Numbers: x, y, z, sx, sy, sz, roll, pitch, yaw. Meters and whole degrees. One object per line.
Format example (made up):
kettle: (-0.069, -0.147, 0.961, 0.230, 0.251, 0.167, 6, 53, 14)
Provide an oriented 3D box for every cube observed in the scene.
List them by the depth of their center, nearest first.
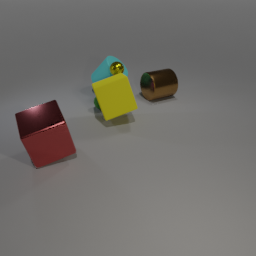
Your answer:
cube: (-2.685, 0.178, 9.188, 1.400, 1.400, 1.400, -22, 43, -13)
cube: (-0.576, -1.324, 11.569, 1.400, 1.400, 1.400, -21, 19, -3)

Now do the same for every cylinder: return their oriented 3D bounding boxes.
cylinder: (1.540, -2.179, 13.991, 1.400, 1.400, 1.400, -15, 32, -25)
cylinder: (-0.953, -2.738, 14.466, 1.400, 1.400, 1.400, 31, 37, -27)

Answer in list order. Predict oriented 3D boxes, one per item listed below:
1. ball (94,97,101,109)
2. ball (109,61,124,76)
ball: (-1.221, -1.208, 12.897, 0.700, 0.700, 0.700, 0, 28, 0)
ball: (-0.523, -2.782, 13.197, 0.700, 0.700, 0.700, 0, 28, 0)
